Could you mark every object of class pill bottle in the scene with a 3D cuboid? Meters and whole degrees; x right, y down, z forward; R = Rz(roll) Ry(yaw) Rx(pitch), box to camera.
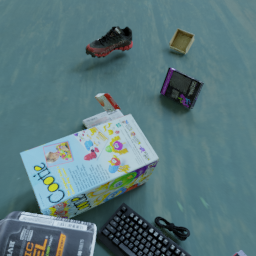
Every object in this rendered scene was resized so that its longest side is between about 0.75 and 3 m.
[{"bbox_3d":[-1.678,2.152,5.112,2.058,1.093,1.093,11,46,-5],"label":"pill bottle"}]

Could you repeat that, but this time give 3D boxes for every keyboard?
[{"bbox_3d":[0.635,2.527,6.043,2.389,0.307,1.435,32,57,26],"label":"keyboard"}]

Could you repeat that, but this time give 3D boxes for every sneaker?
[{"bbox_3d":[-0.687,-3.429,10.958,2.162,1.056,0.764,-23,64,-27],"label":"sneaker"}]

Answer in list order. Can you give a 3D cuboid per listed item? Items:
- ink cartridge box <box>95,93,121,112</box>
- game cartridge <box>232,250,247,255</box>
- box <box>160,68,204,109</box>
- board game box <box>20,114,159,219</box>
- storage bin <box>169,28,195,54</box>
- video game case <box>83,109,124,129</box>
[{"bbox_3d":[-0.599,-0.728,8.271,0.194,0.629,0.776,-44,23,-16],"label":"ink cartridge box"},{"bbox_3d":[2.132,2.820,5.365,0.983,0.189,0.637,-13,53,-40],"label":"game cartridge"},{"bbox_3d":[1.771,-1.338,9.371,1.319,0.943,0.238,35,30,31],"label":"box"},{"bbox_3d":[-0.880,0.976,6.599,2.694,1.388,1.413,-20,62,-22],"label":"board game box"},{"bbox_3d":[2.249,-3.611,11.699,0.791,0.371,0.785,29,87,18],"label":"storage bin"},{"bbox_3d":[-0.612,-0.079,8.726,1.247,0.143,1.136,-23,50,-23],"label":"video game case"}]
